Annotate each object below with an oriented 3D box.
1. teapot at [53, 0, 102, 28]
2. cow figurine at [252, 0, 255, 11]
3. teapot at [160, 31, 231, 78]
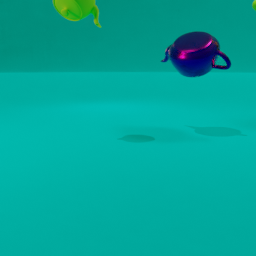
[{"bbox_3d":[-1.069,-2.478,5.547,1.379,0.675,0.857,27,-23,-11],"label":"teapot"},{"bbox_3d":[3.817,-2.966,7.078,1.319,1.340,0.736,24,10,-22],"label":"cow figurine"},{"bbox_3d":[1.596,-1.768,6.986,1.970,0.965,1.225,19,56,34],"label":"teapot"}]
